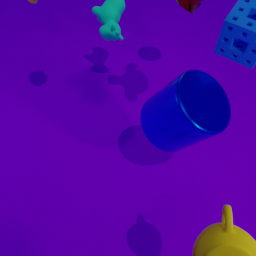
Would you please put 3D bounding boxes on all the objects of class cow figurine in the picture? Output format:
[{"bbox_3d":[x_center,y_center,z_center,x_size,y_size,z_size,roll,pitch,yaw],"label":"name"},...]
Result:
[{"bbox_3d":[-0.415,-3.055,7.758,1.216,0.678,1.235,38,90,25],"label":"cow figurine"}]

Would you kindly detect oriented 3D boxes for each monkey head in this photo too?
[{"bbox_3d":[1.065,-2.857,5.132,1.297,1.087,1.803,9,69,-7],"label":"monkey head"}]

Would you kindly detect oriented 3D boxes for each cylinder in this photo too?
[{"bbox_3d":[1.058,-0.279,5.334,1.237,1.237,1.237,11,66,-26],"label":"cylinder"}]

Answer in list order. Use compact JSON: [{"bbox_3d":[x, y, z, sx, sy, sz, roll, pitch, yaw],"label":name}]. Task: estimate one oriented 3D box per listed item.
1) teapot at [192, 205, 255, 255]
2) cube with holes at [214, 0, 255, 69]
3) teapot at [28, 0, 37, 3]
[{"bbox_3d":[1.091,1.426,3.152,0.725,1.167,0.571,1,13,11],"label":"teapot"},{"bbox_3d":[2.367,-1.896,5.541,0.851,0.851,0.851,30,67,16],"label":"cube with holes"},{"bbox_3d":[-1.850,-2.968,5.300,0.567,1.157,0.720,-18,46,-32],"label":"teapot"}]
